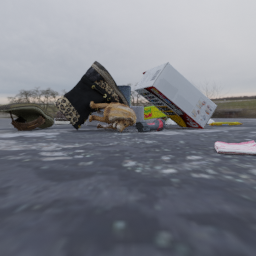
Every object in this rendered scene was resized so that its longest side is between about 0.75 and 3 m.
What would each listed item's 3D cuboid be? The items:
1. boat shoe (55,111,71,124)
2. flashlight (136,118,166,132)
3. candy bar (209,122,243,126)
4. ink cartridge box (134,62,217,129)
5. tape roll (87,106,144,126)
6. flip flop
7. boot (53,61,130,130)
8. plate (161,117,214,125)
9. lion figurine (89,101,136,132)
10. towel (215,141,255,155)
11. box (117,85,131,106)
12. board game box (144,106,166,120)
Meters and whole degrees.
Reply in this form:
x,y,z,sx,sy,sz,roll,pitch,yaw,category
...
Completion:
x,y,z,sx,sy,sz,roll,pitch,yaw,category
-3.706,-0.630,16.814,0.904,0.749,2.517,0,3,8,boat shoe
0.704,-0.092,8.732,0.412,0.413,1.216,-4,-1,41,flashlight
4.778,-0.204,13.715,1.664,0.184,0.415,-1,-1,-9,candy bar
1.666,-1.147,10.839,2.590,1.086,2.274,37,-10,-17,ink cartridge box
-0.639,-0.608,14.111,2.898,0.957,2.898,0,2,0,tape roll
-3.378,-0.254,9.447,1.161,0.824,2.863,-3,-13,8,flip flop
-1.129,-0.735,9.676,0.988,2.034,2.701,43,-9,38,boot
3.143,-0.429,15.973,2.649,0.428,2.643,-1,2,-16,plate
-0.423,-0.340,9.383,1.515,0.896,2.474,6,-1,5,lion figurine
1.542,0.267,3.932,0.596,0.122,0.815,0,3,14,towel
-0.769,-1.529,18.209,1.912,2.424,0.618,1,0,7,box
0.958,-0.806,16.065,2.917,0.694,1.482,-9,1,10,board game box
